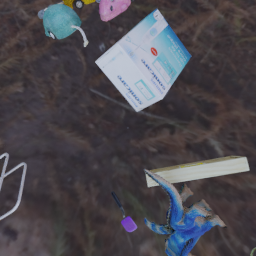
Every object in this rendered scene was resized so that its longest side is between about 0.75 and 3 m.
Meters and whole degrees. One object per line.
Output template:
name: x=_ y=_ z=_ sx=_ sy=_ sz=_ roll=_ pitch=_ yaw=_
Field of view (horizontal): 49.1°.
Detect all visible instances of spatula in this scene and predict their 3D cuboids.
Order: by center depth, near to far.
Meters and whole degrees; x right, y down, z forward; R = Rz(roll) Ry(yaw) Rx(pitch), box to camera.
spatula: x=-0.110 y=1.470 z=4.981 sx=0.222 sy=0.081 sz=0.785 roll=-41 pitch=62 yaw=19

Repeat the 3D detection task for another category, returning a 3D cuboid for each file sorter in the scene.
file sorter: x=-3.289 y=0.974 z=5.654 sx=1.235 sy=1.983 sz=1.376 roll=-33 pitch=39 yaw=20

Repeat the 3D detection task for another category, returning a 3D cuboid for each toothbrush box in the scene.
toothbrush box: x=0.432 y=-1.584 z=6.423 sx=1.463 sy=0.852 sz=1.998 roll=50 pitch=49 yaw=-14

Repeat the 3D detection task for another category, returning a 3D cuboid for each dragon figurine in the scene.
dragon figurine: x=0.846 y=1.785 z=5.004 sx=1.349 sy=2.713 sz=0.798 roll=-45 pitch=44 yaw=5

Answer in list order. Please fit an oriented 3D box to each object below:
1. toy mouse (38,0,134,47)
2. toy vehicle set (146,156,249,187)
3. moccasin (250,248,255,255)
toy mouse: x=-0.911 y=-2.615 z=5.916 sx=2.934 sy=0.568 sz=2.608 roll=-13 pitch=45 yaw=14
toy vehicle set: x=1.176 y=0.759 z=5.029 sx=1.646 sy=1.023 sz=0.218 roll=-11 pitch=84 yaw=8
moccasin: x=2.534 y=2.279 z=4.408 sx=2.364 sy=0.913 sz=0.865 roll=6 pitch=60 yaw=-36
